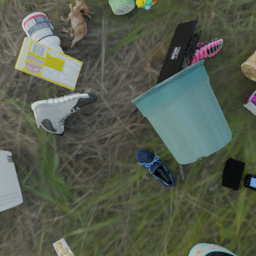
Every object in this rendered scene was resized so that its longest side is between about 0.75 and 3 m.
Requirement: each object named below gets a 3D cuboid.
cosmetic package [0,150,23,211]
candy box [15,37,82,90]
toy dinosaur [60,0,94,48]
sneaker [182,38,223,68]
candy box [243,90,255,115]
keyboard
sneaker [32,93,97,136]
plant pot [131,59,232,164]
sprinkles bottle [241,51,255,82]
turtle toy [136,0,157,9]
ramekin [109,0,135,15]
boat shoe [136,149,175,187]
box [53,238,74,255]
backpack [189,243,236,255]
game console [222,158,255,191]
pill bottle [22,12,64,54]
[{"bbox_3d":[-5.336,2.038,9.496,2.482,2.046,2.048,-16,84,-1],"label":"cosmetic package"},{"bbox_3d":[-2.196,-1.787,7.966,1.739,0.230,0.889,19,90,-36],"label":"candy box"},{"bbox_3d":[-1.882,-4.105,10.933,0.807,1.274,1.880,10,108,41],"label":"toy dinosaur"},{"bbox_3d":[2.724,-3.088,10.825,1.876,0.741,0.895,-25,59,-1],"label":"sneaker"},{"bbox_3d":[6.098,-0.731,10.264,2.887,0.881,1.969,41,89,8],"label":"candy box"},{"bbox_3d":[2.047,-2.744,10.610,0.533,1.399,2.688,23,85,-35],"label":"keyboard"},{"bbox_3d":[-2.275,-0.455,10.454,2.501,0.938,1.445,-9,88,9],"label":"sneaker"},{"bbox_3d":[1.981,-0.428,9.597,2.790,2.790,2.733,-30,92,-3],"label":"plant pot"},{"bbox_3d":[5.650,-3.047,10.633,2.896,0.988,0.988,-44,85,-5],"label":"sprinkles bottle"},{"bbox_3d":[0.745,-4.330,9.021,0.595,1.177,0.858,30,40,-26],"label":"turtle toy"},{"bbox_3d":[-0.211,-4.816,10.876,0.977,0.977,0.477,-18,91,-2],"label":"ramekin"},{"bbox_3d":[1.069,1.405,10.292,1.819,0.624,0.765,38,85,4],"label":"boat shoe"},{"bbox_3d":[-1.550,3.640,7.563,0.358,1.726,0.334,-27,117,-24],"label":"box"},{"bbox_3d":[2.814,5.081,9.256,2.058,1.795,2.342,18,86,-1],"label":"backpack"},{"bbox_3d":[4.454,1.886,10.442,1.855,0.224,1.094,18,84,2],"label":"game console"},{"bbox_3d":[-3.189,-3.395,10.667,1.013,1.013,1.694,-29,85,-3],"label":"pill bottle"}]
